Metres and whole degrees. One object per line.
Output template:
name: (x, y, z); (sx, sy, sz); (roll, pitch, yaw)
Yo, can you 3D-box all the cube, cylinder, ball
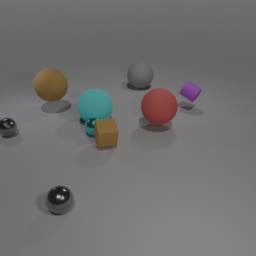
cube: (-0.758, 0.167, 9.669); (0.700, 0.700, 0.700); (-5, 44, -15)
cylinder: (2.756, -1.605, 12.320); (0.700, 0.700, 0.700); (37, 41, 14)
ball: (-4.521, -0.031, 10.484); (0.700, 0.700, 0.700); (0, 29, 0)
ball: (-1.260, -0.081, 10.470); (0.700, 0.700, 0.700); (0, 29, 0)
ball: (-1.745, 1.822, 7.143); (0.700, 0.700, 0.700); (0, 29, 0)
ball: (-3.266, -1.815, 11.892); (1.400, 1.400, 1.400); (0, 29, 0)
ball: (0.645, -2.808, 14.800); (1.400, 1.400, 1.400); (0, 29, 0)
ball: (1.190, -0.822, 10.697); (1.400, 1.400, 1.400); (0, 29, 0)
ball: (-1.308, -0.862, 11.193); (1.400, 1.400, 1.400); (0, 29, 0)
